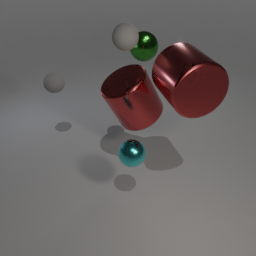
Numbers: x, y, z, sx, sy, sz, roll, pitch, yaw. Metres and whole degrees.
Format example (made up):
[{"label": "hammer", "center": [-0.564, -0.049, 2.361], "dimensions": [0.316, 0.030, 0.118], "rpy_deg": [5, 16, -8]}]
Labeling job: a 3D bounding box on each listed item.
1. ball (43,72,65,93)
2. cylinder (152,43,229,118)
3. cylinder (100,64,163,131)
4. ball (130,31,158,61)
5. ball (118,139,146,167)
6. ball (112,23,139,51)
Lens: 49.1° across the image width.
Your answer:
[{"label": "ball", "center": [-2.444, -1.508, 9.251], "dimensions": [0.700, 0.700, 0.700], "rpy_deg": [0, 32, 0]}, {"label": "cylinder", "center": [1.453, -1.169, 6.778], "dimensions": [1.400, 1.400, 1.400], "rpy_deg": [-9, 36, -13]}, {"label": "cylinder", "center": [0.134, -0.869, 8.123], "dimensions": [1.400, 1.400, 1.400], "rpy_deg": [-19, 42, 18]}, {"label": "ball", "center": [0.756, -3.905, 13.403], "dimensions": [1.400, 1.400, 1.400], "rpy_deg": [0, 32, 0]}, {"label": "ball", "center": [0.101, 0.635, 7.023], "dimensions": [0.700, 0.700, 0.700], "rpy_deg": [0, 32, 0]}, {"label": "ball", "center": [-0.070, -2.374, 7.303], "dimensions": [0.700, 0.700, 0.700], "rpy_deg": [0, 32, 0]}]
